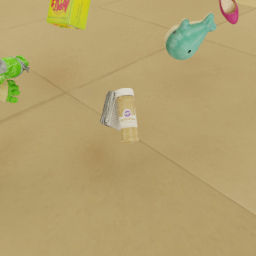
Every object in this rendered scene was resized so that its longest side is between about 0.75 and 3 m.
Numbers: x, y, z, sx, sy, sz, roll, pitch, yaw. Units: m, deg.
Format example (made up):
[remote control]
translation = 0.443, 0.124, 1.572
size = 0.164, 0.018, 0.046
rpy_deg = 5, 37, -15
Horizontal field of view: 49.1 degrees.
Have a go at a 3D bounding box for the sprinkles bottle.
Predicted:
[sprinkles bottle]
translation = -0.014, -0.254, 5.774
size = 0.373, 0.373, 1.094
rpy_deg = -6, 81, -7

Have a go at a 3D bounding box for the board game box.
[board game box]
translation = -1.644, -4.407, 8.453
size = 1.331, 2.620, 0.624
rpy_deg = 23, 13, 41

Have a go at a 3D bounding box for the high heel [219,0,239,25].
[high heel]
translation = 3.549, -4.475, 9.894
size = 0.604, 1.793, 0.860
rpy_deg = -15, 26, 19

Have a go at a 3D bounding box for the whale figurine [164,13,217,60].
[whale figurine]
translation = 1.431, -1.993, 6.211
size = 1.226, 0.976, 0.636
rpy_deg = -29, 52, 10

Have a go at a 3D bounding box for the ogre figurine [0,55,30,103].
[ogre figurine]
translation = -2.992, -0.570, 5.255
size = 2.496, 1.225, 1.497
rpy_deg = -23, 6, -12

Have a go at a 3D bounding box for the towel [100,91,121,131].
[towel]
translation = -0.249, -0.376, 6.402
size = 0.356, 0.832, 0.689
rpy_deg = 9, -7, 42
